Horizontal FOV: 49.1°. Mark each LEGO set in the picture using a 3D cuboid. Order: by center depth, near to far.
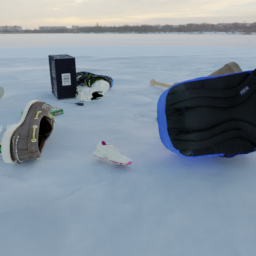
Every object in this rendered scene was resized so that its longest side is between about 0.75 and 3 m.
[{"bbox_3d":[-3.561,0.138,7.133,1.666,0.547,2.230,-8,19,-17],"label":"LEGO set"}]

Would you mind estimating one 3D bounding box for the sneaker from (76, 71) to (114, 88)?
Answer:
[{"bbox_3d":[-1.812,-2.253,13.335,2.235,0.792,0.926,6,14,9],"label":"sneaker"}]

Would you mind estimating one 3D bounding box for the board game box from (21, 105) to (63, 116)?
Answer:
[{"bbox_3d":[-2.892,-0.518,9.459,1.165,0.170,0.784,-18,26,-40],"label":"board game box"}]

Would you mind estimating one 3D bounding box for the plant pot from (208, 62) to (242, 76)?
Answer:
[{"bbox_3d":[3.722,-1.706,11.155,1.340,1.545,1.545,-17,21,0],"label":"plant pot"}]

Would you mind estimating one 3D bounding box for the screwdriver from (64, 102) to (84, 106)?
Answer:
[{"bbox_3d":[-2.077,-0.950,10.712,0.862,0.120,0.125,11,51,21],"label":"screwdriver"}]

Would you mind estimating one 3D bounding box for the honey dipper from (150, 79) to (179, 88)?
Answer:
[{"bbox_3d":[1.783,-1.985,13.014,0.560,0.560,2.950,-8,20,-22],"label":"honey dipper"}]

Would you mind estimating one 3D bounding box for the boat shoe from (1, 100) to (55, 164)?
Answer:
[{"bbox_3d":[-2.255,-0.001,6.954,0.783,0.945,2.629,1,24,-1],"label":"boat shoe"}]

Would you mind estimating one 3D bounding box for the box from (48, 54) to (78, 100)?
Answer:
[{"bbox_3d":[-2.769,-2.212,11.892,0.881,1.692,1.541,-9,22,-23],"label":"box"}]

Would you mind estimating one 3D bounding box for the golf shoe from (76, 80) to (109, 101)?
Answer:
[{"bbox_3d":[-1.232,-1.422,11.411,0.900,0.725,1.852,26,35,27],"label":"golf shoe"}]

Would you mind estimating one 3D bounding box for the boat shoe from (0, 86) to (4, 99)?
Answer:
[{"bbox_3d":[-5.667,-1.274,10.856,0.655,0.641,1.838,12,26,19],"label":"boat shoe"}]

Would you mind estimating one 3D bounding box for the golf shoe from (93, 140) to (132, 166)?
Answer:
[{"bbox_3d":[-0.313,0.535,6.048,0.936,0.428,0.353,16,-5,23],"label":"golf shoe"}]

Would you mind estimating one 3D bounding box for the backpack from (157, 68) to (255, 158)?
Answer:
[{"bbox_3d":[1.761,-0.191,6.327,2.239,1.819,1.879,-9,-2,-7],"label":"backpack"}]
